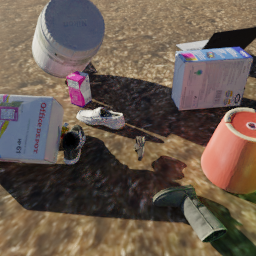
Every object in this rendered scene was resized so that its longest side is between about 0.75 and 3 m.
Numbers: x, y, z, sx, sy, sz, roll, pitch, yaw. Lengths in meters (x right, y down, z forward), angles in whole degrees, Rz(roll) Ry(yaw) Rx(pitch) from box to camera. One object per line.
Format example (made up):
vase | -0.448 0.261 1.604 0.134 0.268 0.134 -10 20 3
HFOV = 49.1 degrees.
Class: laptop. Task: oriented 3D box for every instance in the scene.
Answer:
laptop | 4.167 -4.228 12.986 2.730 1.690 2.916 -13 40 -17

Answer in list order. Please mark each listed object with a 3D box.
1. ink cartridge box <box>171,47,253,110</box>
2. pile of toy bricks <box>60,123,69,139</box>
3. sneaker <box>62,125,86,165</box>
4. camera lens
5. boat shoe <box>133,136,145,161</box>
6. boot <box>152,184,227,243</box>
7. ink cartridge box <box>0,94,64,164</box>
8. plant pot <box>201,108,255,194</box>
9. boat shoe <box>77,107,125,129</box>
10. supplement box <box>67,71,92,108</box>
ink cartridge box | 2.983 -1.683 9.573 2.719 1.855 1.038 -4 38 -5
pile of toy bricks | -2.576 0.083 8.376 1.537 0.852 0.759 19 68 -1
sneaker | -1.539 0.291 7.992 0.511 0.696 1.539 0 38 2
camera lens | -2.290 -3.285 10.499 2.293 2.293 2.867 -22 1 -26
boat shoe | 0.295 0.569 7.750 0.310 0.315 0.846 10 42 -3
boot | 1.313 1.918 6.182 1.220 0.487 1.342 -13 47 -13
ink cartridge box | -3.060 0.026 7.487 2.348 0.994 1.697 3 77 3
plant pot | 2.842 0.481 6.972 1.769 1.565 1.769 2 42 -2
boat shoe | -0.882 -0.423 9.010 1.637 0.567 0.580 10 39 13
supplement box | -1.690 -1.356 9.786 0.561 1.086 0.550 22 43 25
